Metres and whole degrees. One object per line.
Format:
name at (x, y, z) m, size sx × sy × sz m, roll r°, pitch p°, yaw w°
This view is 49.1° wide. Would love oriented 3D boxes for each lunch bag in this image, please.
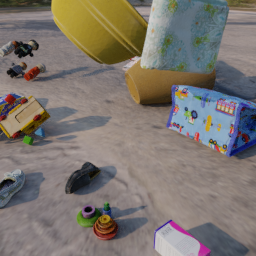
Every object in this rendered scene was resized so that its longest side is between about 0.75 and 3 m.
lunch bag at (2.817, -0.437, 7.745) m, size 2.771 × 1.303 × 2.086 m, roll -10°, pitch 26°, yaw -37°

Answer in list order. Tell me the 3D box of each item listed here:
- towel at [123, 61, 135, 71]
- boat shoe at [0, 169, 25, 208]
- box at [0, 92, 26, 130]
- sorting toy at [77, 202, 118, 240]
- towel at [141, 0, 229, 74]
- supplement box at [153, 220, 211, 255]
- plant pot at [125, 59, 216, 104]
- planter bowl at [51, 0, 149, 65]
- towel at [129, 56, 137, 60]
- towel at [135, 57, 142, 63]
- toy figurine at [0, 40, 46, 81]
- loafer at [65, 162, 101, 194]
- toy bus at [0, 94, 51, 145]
towel at (0.523, -2.887, 13.163) m, size 1.257 × 0.203 × 1.201 m, roll 12°, pitch 30°, yaw 20°
boat shoe at (-2.385, 1.129, 5.553) m, size 0.386 × 0.336 × 1.048 m, roll 6°, pitch 29°, yaw 10°
box at (-3.857, -0.300, 7.770) m, size 0.682 × 0.743 × 2.122 m, roll 18°, pitch 34°, yaw 30°
sorting toy at (-0.505, 1.513, 4.814) m, size 0.884 × 0.363 × 0.531 m, roll 24°, pitch 36°, yaw 37°
towel at (0.650, -1.037, 3.111) m, size 0.975 × 0.834 × 0.235 m, roll -1°, pitch 23°, yaw -27°
supplement box at (0.792, 1.820, 4.211) m, size 0.391 × 0.399 × 0.772 m, roll -20°, pitch 33°, yaw -34°
plant pot at (1.229, -1.758, 9.350) m, size 2.447 × 2.280 × 2.280 m, roll -25°, pitch 34°, yaw -10°
planter bowl at (-0.558, -2.030, 5.234) m, size 1.142 × 2.742 × 2.742 m, roll -43°, pitch 15°, yaw 15°
towel at (0.469, -3.770, 14.842) m, size 1.470 × 0.167 × 1.059 m, roll 15°, pitch 33°, yaw 25°
towel at (1.901, -2.882, 12.139) m, size 2.749 × 0.443 × 2.625 m, roll -20°, pitch 38°, yaw -8°
toy figurine at (-4.367, -2.864, 11.671) m, size 1.569 × 1.593 × 1.109 m, roll 10°, pitch 42°, yaw 27°
loafer at (-0.918, 1.031, 5.746) m, size 0.355 × 0.358 × 0.982 m, roll 16°, pitch 33°, yaw 19°
toy bus at (-2.796, -0.168, 7.535) m, size 1.413 × 1.333 × 0.730 m, roll 4°, pitch -15°, yaw 5°
